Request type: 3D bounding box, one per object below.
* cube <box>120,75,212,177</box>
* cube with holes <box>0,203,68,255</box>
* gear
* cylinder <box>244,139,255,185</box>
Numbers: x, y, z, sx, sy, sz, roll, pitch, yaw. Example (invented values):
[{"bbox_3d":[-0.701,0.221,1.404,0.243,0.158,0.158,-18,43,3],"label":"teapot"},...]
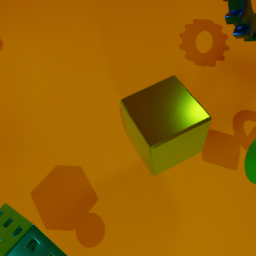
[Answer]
[{"bbox_3d":[0.746,-0.032,5.862,1.307,1.307,1.307,-26,58,-10],"label":"cube"},{"bbox_3d":[-1.525,1.871,3.740,1.062,1.062,1.062,4,45,49],"label":"cube with holes"},{"bbox_3d":[2.734,-2.853,5.988,1.888,1.888,0.349,-47,36,-19],"label":"gear"},{"bbox_3d":[2.731,0.655,4.930,0.934,0.934,0.934,17,65,-9],"label":"cylinder"}]
